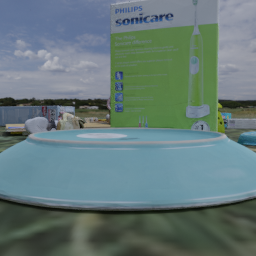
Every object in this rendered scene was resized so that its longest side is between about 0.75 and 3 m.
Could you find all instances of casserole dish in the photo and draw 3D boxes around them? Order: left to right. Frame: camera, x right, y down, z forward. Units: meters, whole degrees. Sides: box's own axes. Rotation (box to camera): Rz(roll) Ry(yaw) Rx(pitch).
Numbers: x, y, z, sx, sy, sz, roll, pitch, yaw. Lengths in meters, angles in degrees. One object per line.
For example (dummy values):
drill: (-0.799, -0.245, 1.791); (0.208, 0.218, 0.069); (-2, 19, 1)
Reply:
casserole dish: (2.192, 0.168, 4.642); (0.578, 0.185, 0.955); (2, 4, 41)

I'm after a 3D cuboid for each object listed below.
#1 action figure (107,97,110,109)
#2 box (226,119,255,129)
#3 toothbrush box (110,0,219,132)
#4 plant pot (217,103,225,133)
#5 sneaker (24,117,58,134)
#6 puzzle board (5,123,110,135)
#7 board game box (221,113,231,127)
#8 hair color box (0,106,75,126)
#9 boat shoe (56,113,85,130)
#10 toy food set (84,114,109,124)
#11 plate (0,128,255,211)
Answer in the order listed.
action figure: (0.715, -0.660, 8.089); (2.083, 1.396, 1.551); (42, 36, 13)
box: (4.162, -0.135, 9.329); (1.690, 0.350, 0.327); (0, 3, 11)
toothbrush box: (0.576, -0.767, 4.218); (1.514, 2.080, 0.895); (0, 3, 18)
plant pot: (1.928, -0.262, 7.313); (0.868, 0.788, 0.864); (-2, 4, -17)
sneaker: (-1.845, 0.009, 5.773); (0.630, 0.418, 1.108); (1, -3, 24)
puzzle board: (-1.820, 0.021, 7.443); (2.635, 0.229, 1.986); (-2, 4, -24)
board game box: (2.520, -0.277, 10.034); (1.740, 0.541, 2.304); (2, 3, 33)
hair color box: (-3.655, -0.469, 11.292); (2.685, 0.814, 1.329); (0, 3, 17)
boat shoe: (-1.044, 0.003, 5.257); (0.447, 0.496, 1.375); (6, 6, -7)
toy food set: (-1.328, -0.481, 14.933); (1.626, 0.491, 1.167); (1, 3, 22)
plate: (-0.004, 0.192, 2.609); (2.577, 0.329, 2.577); (0, 4, 0)
